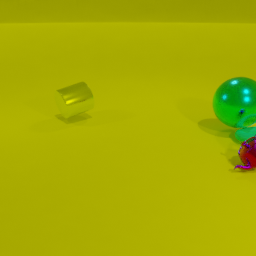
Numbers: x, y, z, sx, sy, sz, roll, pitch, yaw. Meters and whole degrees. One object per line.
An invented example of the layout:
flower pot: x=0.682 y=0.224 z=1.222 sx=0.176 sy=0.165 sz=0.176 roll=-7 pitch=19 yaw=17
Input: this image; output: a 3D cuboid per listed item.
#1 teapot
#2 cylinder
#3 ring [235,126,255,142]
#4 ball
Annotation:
teapot: x=2.671 y=0.521 z=6.021 sx=0.574 sy=0.729 sz=1.172 roll=38 pitch=72 yaw=-2
cylinder: x=-1.650 y=-0.864 z=8.637 sx=0.923 sy=0.923 sz=0.923 roll=-25 pitch=32 yaw=-27
ring: x=3.409 y=0.161 z=7.266 sx=1.189 sy=0.238 sz=1.189 roll=-6 pitch=10 yaw=1
ball: x=2.992 y=-0.684 z=7.556 sx=1.380 sy=1.380 sz=1.380 roll=0 pitch=23 yaw=0
